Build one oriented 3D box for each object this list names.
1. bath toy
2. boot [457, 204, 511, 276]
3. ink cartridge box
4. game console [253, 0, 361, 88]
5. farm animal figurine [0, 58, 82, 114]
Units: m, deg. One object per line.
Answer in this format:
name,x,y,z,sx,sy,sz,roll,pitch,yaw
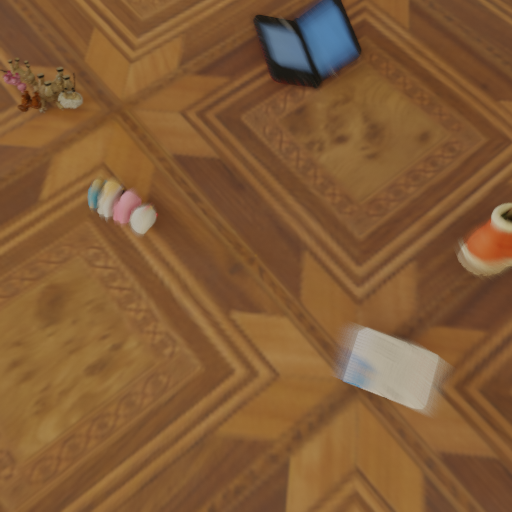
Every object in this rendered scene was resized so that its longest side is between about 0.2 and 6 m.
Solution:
bath toy,-1.966,-0.764,8.418,1.208,0.525,0.446,28,34,24
boot,3.681,-0.341,7.830,1.768,0.948,0.663,-15,48,-35
ink cartridge box,1.753,1.476,7.320,1.012,0.426,0.732,22,76,1
game console,0.830,-3.754,9.547,1.328,0.914,1.540,-1,62,-26
farm animal figurine,-3.579,-2.773,9.381,1.146,0.604,1.159,-14,58,-19
